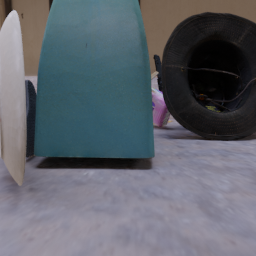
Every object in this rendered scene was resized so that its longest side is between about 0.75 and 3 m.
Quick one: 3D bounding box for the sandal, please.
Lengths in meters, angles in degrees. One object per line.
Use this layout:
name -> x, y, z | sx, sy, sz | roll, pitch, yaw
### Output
sandal -> -1.898, -0.149, 5.110 | 0.351, 0.624, 1.640 | -12, 54, 0

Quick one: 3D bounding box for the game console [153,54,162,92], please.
game console -> 1.094, -1.490, 9.184 | 0.234, 1.937, 1.143 | -11, -26, 11

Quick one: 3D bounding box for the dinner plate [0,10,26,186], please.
dinner plate -> -1.586, -0.359, 3.689 | 0.272, 2.245, 2.245 | -3, 13, -25

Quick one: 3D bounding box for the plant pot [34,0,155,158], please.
plant pot -> -0.489, -0.985, 5.103 | 1.906, 2.698, 1.907 | 1, 6, 2

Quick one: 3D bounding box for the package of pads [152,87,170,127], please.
package of pads -> 0.577, -0.648, 7.303 | 1.263, 0.761, 0.478 | 35, 34, 25

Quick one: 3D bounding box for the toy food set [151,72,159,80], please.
toy food set -> 0.310, -1.376, 7.125 | 1.003, 0.590, 0.328 | 44, 3, 31

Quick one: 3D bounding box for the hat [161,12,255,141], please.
hat -> 2.045, -1.138, 6.666 | 2.949, 2.949, 1.190 | 0, -6, -1
